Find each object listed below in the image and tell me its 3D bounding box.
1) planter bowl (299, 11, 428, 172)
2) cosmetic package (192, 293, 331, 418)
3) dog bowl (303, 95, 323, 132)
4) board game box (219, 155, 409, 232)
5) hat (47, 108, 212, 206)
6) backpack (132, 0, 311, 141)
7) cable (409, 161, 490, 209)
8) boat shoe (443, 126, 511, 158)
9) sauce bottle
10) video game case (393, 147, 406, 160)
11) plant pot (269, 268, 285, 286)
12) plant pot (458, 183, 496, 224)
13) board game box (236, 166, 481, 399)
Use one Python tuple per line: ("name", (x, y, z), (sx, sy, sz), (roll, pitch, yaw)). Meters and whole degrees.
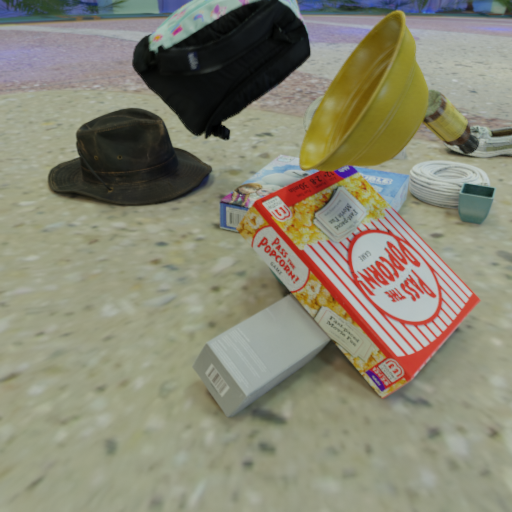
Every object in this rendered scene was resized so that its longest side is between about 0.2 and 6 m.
("planter bowl", (1.347, -1.641, 6.347), (0.819, 1.967, 1.967), (28, 26, -14))
("cosmetic package", (0.085, 1.133, 6.618), (1.471, 0.663, 0.786), (-22, 65, -40))
("dog bowl", (1.528, -2.252, 9.873), (1.362, 0.502, 1.362), (-4, 61, 7))
("board game box", (1.211, -1.083, 10.829), (2.874, 0.623, 2.860), (13, 31, 22))
("hat", (-2.823, -2.459, 12.456), (3.693, 1.490, 3.693), (0, 28, 0))
("backpack", (-0.526, -3.807, 10.235), (2.921, 2.437, 1.849), (-29, 55, 18))
("cable", (4.026, -1.530, 11.728), (1.604, 0.555, 1.604), (11, 30, 22))
("boat shoe", (6.033, -2.962, 13.996), (2.580, 0.827, 0.951), (4, 29, 7))
("sauce bottle", (2.448, -1.653, 7.111), (1.256, 0.406, 0.406), (22, 8, -45))
("video game case", (3.021, -2.915, 14.407), (1.415, 0.355, 1.561), (2, 29, 5))
("plant pot", (0.777, -0.102, 8.361), (1.646, 1.108, 1.646), (17, 52, -23))
("plant pot", (4.152, -0.959, 10.623), (0.610, 0.621, 0.608), (13, 31, 22))
("board game box", (1.368, 0.137, 7.263), (2.726, 0.631, 2.065), (49, 46, 11))
